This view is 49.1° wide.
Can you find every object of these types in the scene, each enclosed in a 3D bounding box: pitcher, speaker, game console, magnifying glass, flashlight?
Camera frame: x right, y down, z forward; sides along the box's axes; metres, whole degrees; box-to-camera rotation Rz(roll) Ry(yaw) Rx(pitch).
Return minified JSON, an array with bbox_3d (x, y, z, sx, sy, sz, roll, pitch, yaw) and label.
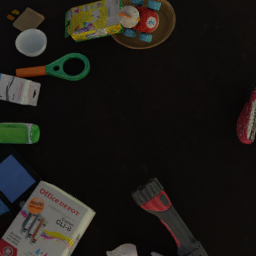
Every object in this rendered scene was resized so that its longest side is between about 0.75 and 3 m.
[{"bbox_3d":[-0.181,3.611,7.939,0.879,0.754,0.533,-11,71,-3],"label":"pitcher"},{"bbox_3d":[-3.772,0.171,9.220,1.552,0.687,0.687,1,70,1],"label":"speaker"},{"bbox_3d":[-3.892,1.641,8.336,2.245,1.332,1.934,43,76,13],"label":"game console"},{"bbox_3d":[-2.729,-2.162,10.266,2.648,0.296,1.054,-8,71,-2],"label":"magnifying glass"},{"bbox_3d":[1.190,2.777,8.080,0.913,0.910,2.688,-34,85,3],"label":"flashlight"}]

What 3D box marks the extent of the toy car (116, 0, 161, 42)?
[{"bbox_3d":[0.244,-3.826,9.767,1.324,1.497,1.380,25,116,21],"label":"toy car"}]

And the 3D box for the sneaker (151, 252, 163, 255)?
[{"bbox_3d":[1.018,3.981,8.031,0.922,0.348,0.525,21,72,14],"label":"sneaker"}]

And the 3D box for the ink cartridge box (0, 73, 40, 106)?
[{"bbox_3d":[-3.900,-1.326,9.687,1.499,0.509,0.870,13,94,3],"label":"ink cartridge box"}]

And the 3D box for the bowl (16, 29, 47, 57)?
[{"bbox_3d":[-3.548,-3.091,10.472,1.131,0.508,1.131,0,71,0],"label":"bowl"}]

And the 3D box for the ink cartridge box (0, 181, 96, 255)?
[{"bbox_3d":[-2.189,2.852,7.759,1.603,1.596,2.207,28,73,10],"label":"ink cartridge box"}]

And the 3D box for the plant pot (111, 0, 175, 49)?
[{"bbox_3d":[0.493,-4.122,10.864,2.646,0.364,2.646,-1,71,3],"label":"plant pot"}]

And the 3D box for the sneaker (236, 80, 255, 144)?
[{"bbox_3d":[4.364,-0.570,9.320,0.918,0.991,2.459,25,72,6],"label":"sneaker"}]

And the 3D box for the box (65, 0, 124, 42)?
[{"bbox_3d":[-1.308,-4.058,10.606,2.249,0.544,1.319,-6,70,13],"label":"box"}]

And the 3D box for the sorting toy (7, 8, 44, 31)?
[{"bbox_3d":[-4.083,-4.304,11.107,1.298,0.174,0.967,32,78,11],"label":"sorting toy"}]
